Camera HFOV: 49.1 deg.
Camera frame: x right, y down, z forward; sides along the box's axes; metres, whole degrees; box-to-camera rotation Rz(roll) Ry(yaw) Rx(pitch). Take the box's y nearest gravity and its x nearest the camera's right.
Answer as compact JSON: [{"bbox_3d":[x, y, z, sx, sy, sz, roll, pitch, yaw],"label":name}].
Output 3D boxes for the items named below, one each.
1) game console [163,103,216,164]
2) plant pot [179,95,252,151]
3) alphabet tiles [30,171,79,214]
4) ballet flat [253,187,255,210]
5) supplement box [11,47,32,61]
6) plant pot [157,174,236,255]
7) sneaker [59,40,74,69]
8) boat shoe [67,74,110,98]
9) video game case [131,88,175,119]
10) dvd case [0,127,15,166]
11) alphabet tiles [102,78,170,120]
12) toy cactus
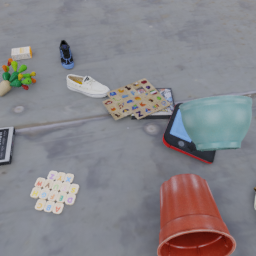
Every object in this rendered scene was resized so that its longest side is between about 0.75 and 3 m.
[{"bbox_3d":[2.625,0.111,11.230,2.111,0.370,2.387,21,53,8],"label":"game console"},{"bbox_3d":[2.275,-0.033,7.201,1.808,1.808,1.212,-3,82,-2],"label":"plant pot"},{"bbox_3d":[-2.546,2.194,9.782,1.571,0.115,1.537,9,51,7],"label":"alphabet tiles"},{"bbox_3d":[4.528,2.681,9.099,0.709,0.664,1.959,-12,47,16],"label":"ballet flat"},{"bbox_3d":[-5.620,-3.944,14.822,0.976,0.359,0.615,-10,50,-8],"label":"supplement box"},{"bbox_3d":[1.824,2.625,8.304,2.112,2.112,2.054,0,41,0],"label":"plant pot"},{"bbox_3d":[-3.233,-3.827,14.488,0.644,0.715,1.836,-14,51,-13],"label":"sneaker"},{"bbox_3d":[-1.867,-2.020,12.937,2.128,0.743,0.755,18,52,14],"label":"boat shoe"},{"bbox_3d":[1.077,-1.123,12.503,1.968,0.251,1.779,-1,49,-1],"label":"video game case"},{"bbox_3d":[-5.663,0.798,10.850,2.323,0.287,1.746,-8,50,-5],"label":"dvd case"},{"bbox_3d":[0.257,-1.200,12.344,2.501,0.094,2.090,-24,54,-19],"label":"alphabet tiles"},{"bbox_3d":[-5.396,-2.232,13.127,2.229,1.140,1.839,33,76,22],"label":"toy cactus"}]
